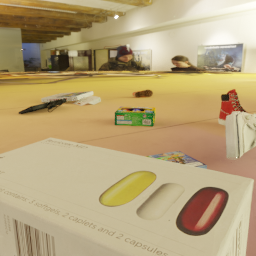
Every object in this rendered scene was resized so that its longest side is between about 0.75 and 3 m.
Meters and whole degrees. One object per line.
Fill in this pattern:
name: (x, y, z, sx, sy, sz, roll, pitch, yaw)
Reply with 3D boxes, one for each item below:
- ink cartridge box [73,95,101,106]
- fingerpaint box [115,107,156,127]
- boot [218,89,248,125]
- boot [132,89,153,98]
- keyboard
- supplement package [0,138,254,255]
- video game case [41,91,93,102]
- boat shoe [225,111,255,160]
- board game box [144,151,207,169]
ink cartridge box: (-2.244, -1.399, 15.298, 1.225, 0.307, 0.985, -32, 30, -30)
fingerpaint box: (0.309, -0.479, 10.977, 1.484, 0.544, 1.238, 2, 15, 9)
boot: (4.027, -0.669, 10.070, 0.688, 1.370, 1.900, -7, 16, -24)
boot: (0.914, -2.194, 17.789, 1.316, 0.494, 0.706, -6, 11, -20)
keyboard: (-3.859, -0.929, 13.337, 1.301, 0.495, 2.500, -19, 6, 29)
supplement package: (-0.276, 1.156, 2.335, 2.180, 1.697, 1.208, 8, 17, 31)
video game case: (-3.474, -1.838, 16.415, 2.210, 0.279, 2.426, -2, 13, 15)
boat shoe: (3.177, 0.027, 7.495, 0.942, 1.037, 2.820, -1, 19, 25)
board game box: (0.786, 0.888, 6.234, 1.574, 0.271, 1.066, -6, 16, -23)
